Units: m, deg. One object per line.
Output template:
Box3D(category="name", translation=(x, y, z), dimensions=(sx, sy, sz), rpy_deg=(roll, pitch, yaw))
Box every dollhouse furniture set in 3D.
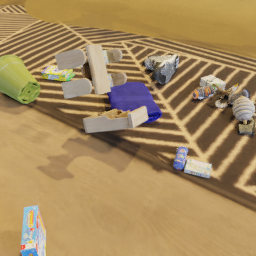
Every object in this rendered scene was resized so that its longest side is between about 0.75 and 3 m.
Box3D(category="dollhouse furniture set", translation=(-0.676, -1.464, 9.807), dimensions=(1.958, 2.948, 2.584), rpy_deg=(-6, 12, 28))

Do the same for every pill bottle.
Box3D(category="pill bottle", translation=(3.414, -1.601, 12.774), dimensions=(0.944, 0.501, 0.501), rpy_deg=(-17, 40, -20))

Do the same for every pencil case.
Box3D(category="pencil case", translation=(1.777, 0.988, 9.485), dimensions=(0.395, 0.355, 0.909), rpy_deg=(30, 41, -1))

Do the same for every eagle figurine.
Box3D(category="eagle figurine", translation=(4.579, -1.496, 12.460), dimensions=(1.528, 1.153, 1.159), rpy_deg=(4, 70, -46))

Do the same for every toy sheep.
Box3D(category="toy sheep", translation=(4.708, -0.725, 11.352), dimensions=(0.929, 0.929, 1.347), rpy_deg=(2, 56, 3))

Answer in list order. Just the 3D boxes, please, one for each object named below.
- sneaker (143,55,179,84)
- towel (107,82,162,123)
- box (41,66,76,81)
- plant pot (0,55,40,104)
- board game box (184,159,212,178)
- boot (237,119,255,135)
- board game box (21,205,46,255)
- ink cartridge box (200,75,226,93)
Box3D(category="sneaker", translation=(1.417, -3.094, 14.408), dimensions=(1.732, 1.125, 2.999), rpy_deg=(12, 28, 22))
Box3D(category="towel", translation=(0.141, -1.106, 12.089), dimensions=(1.981, 0.665, 2.682), rpy_deg=(-2, 37, -14))
Box3D(category="box", translation=(-3.562, -2.821, 14.491), dimensions=(1.559, 0.377, 0.915), rpy_deg=(10, 39, 10))
Box3D(category="plant pot", translation=(-4.908, -1.998, 12.503), dimensions=(1.778, 1.872, 1.872), rpy_deg=(37, 50, 22))
Box3D(category="board game box", translation=(2.310, 1.324, 9.234), dimensions=(0.804, 0.138, 0.540), rpy_deg=(13, 39, 16))
Box3D(category="boot", translation=(4.634, -0.083, 10.953), dimensions=(0.634, 0.329, 0.971), rpy_deg=(10, 37, 20))
Box3D(category="board game box", translation=(-2.211, 2.666, 6.635), dimensions=(0.325, 1.164, 1.140), rpy_deg=(-8, 39, -10))
Box3D(category="ink cartridge box", translation=(4.078, -2.131, 13.533), dimensions=(0.727, 0.412, 0.991), rpy_deg=(-21, 42, -26))
